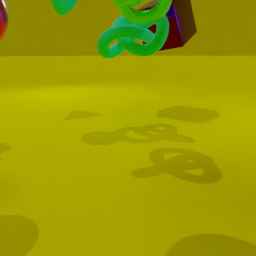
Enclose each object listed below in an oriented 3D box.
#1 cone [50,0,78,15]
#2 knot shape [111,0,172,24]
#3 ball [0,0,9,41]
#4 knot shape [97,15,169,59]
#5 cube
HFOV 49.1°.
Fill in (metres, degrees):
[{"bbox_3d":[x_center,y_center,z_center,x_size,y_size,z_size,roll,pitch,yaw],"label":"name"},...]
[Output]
[{"bbox_3d":[-2.371,-4.443,8.897,1.187,1.187,1.192,12,-4,37],"label":"cone"},{"bbox_3d":[0.213,-2.797,5.463,1.719,1.608,0.794,-41,40,-12],"label":"knot shape"},{"bbox_3d":[-1.852,-1.331,3.318,0.802,0.802,0.802,0,16,0],"label":"ball"},{"bbox_3d":[0.152,-2.379,7.102,1.815,0.839,1.699,-10,30,13],"label":"knot shape"},{"bbox_3d":[1.254,-3.433,9.133,1.383,1.383,1.383,0,34,36],"label":"cube"}]
